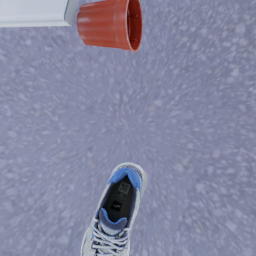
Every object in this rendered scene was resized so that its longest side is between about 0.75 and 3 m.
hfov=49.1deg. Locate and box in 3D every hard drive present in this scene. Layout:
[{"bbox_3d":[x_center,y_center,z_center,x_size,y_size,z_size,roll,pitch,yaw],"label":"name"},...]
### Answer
[{"bbox_3d":[-1.994,-2.926,6.007,2.300,0.307,1.517,10,83,27],"label":"hard drive"}]

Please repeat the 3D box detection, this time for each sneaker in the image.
[{"bbox_3d":[-0.393,2.081,5.873,1.109,1.227,2.880,13,82,6],"label":"sneaker"}]

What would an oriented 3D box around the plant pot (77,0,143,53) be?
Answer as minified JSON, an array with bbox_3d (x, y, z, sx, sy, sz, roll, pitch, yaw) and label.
[{"bbox_3d":[-0.373,-2.111,5.713,1.096,1.127,1.127,4,85,18],"label":"plant pot"}]
